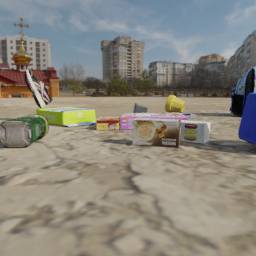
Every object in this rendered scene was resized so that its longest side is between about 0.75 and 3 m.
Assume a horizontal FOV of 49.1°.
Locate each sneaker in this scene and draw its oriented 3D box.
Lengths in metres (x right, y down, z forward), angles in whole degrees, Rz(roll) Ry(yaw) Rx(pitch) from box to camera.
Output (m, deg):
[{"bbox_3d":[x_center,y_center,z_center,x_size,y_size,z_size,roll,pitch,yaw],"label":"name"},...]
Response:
[{"bbox_3d":[-4.209,-1.920,13.244,0.818,1.895,0.761,-30,21,-28],"label":"sneaker"}]

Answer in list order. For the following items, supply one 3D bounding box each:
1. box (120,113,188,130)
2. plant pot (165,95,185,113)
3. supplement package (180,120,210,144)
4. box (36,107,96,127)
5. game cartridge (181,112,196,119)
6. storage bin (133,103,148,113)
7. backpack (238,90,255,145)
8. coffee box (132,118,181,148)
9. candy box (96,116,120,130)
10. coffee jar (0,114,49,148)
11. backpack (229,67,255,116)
[{"bbox_3d":[1.004,-0.288,11.453,2.606,0.510,1.783,0,8,2],"label":"box"},{"bbox_3d":[2.565,-1.217,15.075,0.880,0.935,0.935,19,15,23],"label":"plant pot"},{"bbox_3d":[1.872,0.092,8.446,1.067,0.607,0.584,5,8,32],"label":"supplement package"},{"bbox_3d":[-2.810,-0.547,12.847,1.702,0.665,2.792,-9,11,-43],"label":"box"},{"bbox_3d":[2.569,-0.662,14.947,1.787,0.343,1.158,-3,4,-18],"label":"game cartridge"},{"bbox_3d":[0.533,-0.635,12.830,0.634,0.944,0.687,11,8,-1],"label":"storage bin"},{"bbox_3d":[3.940,-0.058,7.095,1.705,1.386,1.431,10,12,-21],"label":"backpack"},{"bbox_3d":[0.804,0.119,7.844,1.291,0.738,0.515,3,8,15],"label":"coffee box"},{"bbox_3d":[-0.766,-0.217,11.344,0.874,0.423,1.499,-1,6,0],"label":"candy box"},{"bbox_3d":[-2.975,0.040,8.238,0.938,0.768,1.799,-1,9,1],"label":"coffee jar"},{"bbox_3d":[7.180,-2.057,15.914,2.519,2.760,1.857,-3,9,-14],"label":"backpack"}]
